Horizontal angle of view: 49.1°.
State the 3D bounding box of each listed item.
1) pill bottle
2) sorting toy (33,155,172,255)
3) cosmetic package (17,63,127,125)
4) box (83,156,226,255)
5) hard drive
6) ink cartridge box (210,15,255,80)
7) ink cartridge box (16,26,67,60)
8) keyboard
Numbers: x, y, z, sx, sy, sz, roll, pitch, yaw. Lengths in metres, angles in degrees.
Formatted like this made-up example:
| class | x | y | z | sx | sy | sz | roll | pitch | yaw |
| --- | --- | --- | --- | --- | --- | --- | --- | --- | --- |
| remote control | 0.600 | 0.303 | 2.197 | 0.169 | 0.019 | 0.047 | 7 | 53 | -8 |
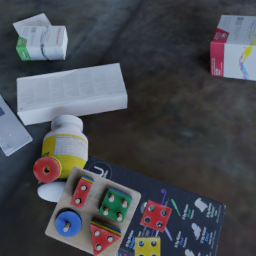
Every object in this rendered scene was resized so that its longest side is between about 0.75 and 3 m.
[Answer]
| class | x | y | z | sx | sy | sz | roll | pitch | yaw |
| --- | --- | --- | --- | --- | --- | --- | --- | --- | --- |
| pill bottle | -1.512 | 0.694 | 6.714 | 1.086 | 1.086 | 1.939 | -3 | 58 | -2 |
| sorting toy | -0.377 | 1.111 | 3.438 | 1.932 | 0.327 | 0.931 | 24 | 90 | -2 |
| cosmetic package | -1.558 | -0.960 | 7.939 | 2.915 | 0.738 | 1.203 | -10 | 59 | -6 |
| box | 0.247 | 1.906 | 5.595 | 2.752 | 1.682 | 1.460 | 19 | 60 | 10 |
| hard drive | -3.396 | -3.648 | 9.960 | 1.152 | 0.146 | 0.760 | -26 | 62 | -15 |
| ink cartridge box | 3.517 | -2.344 | 8.234 | 1.848 | 1.337 | 1.343 | 13 | 58 | 25 |
| ink cartridge box | -2.761 | -2.776 | 9.151 | 1.439 | 0.598 | 1.055 | 0 | 58 | 0 |
| keyboard | -3.735 | -0.388 | 7.973 | 0.779 | 0.148 | 2.769 | -33 | 64 | -24 |
